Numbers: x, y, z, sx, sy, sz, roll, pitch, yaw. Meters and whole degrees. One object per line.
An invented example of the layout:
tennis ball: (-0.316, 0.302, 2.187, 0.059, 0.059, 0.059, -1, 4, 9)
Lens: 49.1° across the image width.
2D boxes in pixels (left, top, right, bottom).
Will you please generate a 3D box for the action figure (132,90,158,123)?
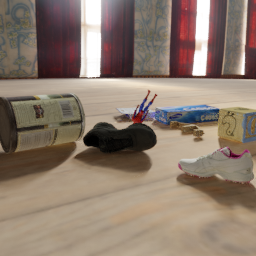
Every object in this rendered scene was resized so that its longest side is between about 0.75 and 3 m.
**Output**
action figure: (0.611, -0.739, 11.625, 0.558, 1.706, 0.441, 28, 14, -11)

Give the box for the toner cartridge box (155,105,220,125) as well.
toner cartridge box: (2.811, -0.665, 13.283, 2.796, 0.604, 1.328, -5, 14, -19)

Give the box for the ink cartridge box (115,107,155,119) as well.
ink cartridge box: (0.328, -0.762, 14.269, 1.695, 0.344, 1.692, -3, 13, -12)

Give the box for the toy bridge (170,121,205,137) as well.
toy bridge: (2.428, 0.020, 11.110, 0.657, 0.266, 1.953, -4, 13, -22)

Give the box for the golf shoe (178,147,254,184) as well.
golf shoe: (2.073, 0.794, 6.685, 1.754, 0.803, 0.660, 4, 14, 22)

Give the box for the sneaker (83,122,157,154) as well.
sneaker: (-0.295, 0.405, 8.560, 2.435, 0.925, 1.105, 0, 21, 31)

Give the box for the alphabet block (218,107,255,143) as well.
alphabet block: (4.036, -0.145, 10.044, 1.102, 1.096, 1.122, -6, 13, -31)

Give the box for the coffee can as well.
coffee can: (-2.791, -0.215, 8.963, 2.331, 1.706, 1.706, -9, 16, -37)
